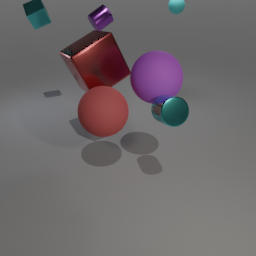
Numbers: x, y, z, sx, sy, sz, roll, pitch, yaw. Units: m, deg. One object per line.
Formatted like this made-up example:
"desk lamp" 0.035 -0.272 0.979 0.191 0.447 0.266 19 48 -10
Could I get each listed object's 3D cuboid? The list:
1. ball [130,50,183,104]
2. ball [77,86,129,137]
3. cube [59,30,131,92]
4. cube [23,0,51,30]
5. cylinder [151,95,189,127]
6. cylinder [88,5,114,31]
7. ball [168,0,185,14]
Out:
"ball" 0.756 -1.337 7.454 1.400 1.400 1.400 0 29 0
"ball" -0.680 -0.451 7.702 1.400 1.400 1.400 0 29 0
"cube" -1.020 -2.000 8.596 1.400 1.400 1.400 -36 32 -11
"cube" -3.399 -4.287 10.496 0.700 0.700 0.700 -24 64 -1
"cylinder" 0.990 -0.422 6.681 0.700 0.700 0.700 -7 12 -13
"cylinder" -1.012 -4.050 10.346 0.700 0.700 0.700 -39 39 -6
"ball" 2.065 -5.207 11.898 0.700 0.700 0.700 0 29 0
